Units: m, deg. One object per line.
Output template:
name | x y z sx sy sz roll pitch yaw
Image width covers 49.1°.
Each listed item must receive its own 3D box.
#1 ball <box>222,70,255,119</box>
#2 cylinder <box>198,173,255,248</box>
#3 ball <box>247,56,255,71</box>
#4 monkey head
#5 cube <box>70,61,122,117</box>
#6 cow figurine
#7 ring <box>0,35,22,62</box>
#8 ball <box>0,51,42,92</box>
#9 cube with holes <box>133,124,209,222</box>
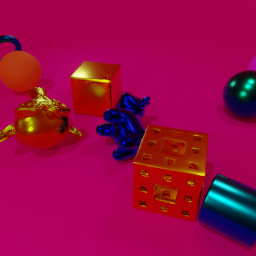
ball | 3.254 -0.911 7.612 1.308 1.308 1.308 0 35 0
cylinder | 1.773 1.355 4.703 0.916 0.916 0.916 22 41 24
ball | 4.412 -1.706 8.661 1.376 1.376 1.376 0 35 0
monkey head | -2.023 -0.208 6.493 1.976 1.191 1.422 -3 35 -27
cube | -0.870 -1.127 8.026 1.147 1.147 1.147 7 36 10
cow figurine | 0.097 -0.086 6.755 1.706 0.951 1.733 -10 55 -40
ring | -3.964 -2.496 9.018 1.105 1.105 0.221 -24 62 -29
ball | -3.375 -1.768 8.797 1.259 1.259 1.259 0 35 0
cube with holes | 0.804 0.810 5.287 1.171 1.171 1.171 9 37 13
